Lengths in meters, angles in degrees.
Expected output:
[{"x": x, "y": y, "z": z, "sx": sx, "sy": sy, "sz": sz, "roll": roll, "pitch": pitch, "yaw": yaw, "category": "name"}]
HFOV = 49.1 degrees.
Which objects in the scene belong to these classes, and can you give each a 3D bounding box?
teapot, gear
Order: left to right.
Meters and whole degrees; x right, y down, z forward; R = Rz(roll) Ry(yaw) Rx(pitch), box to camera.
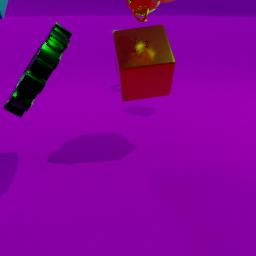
[{"x": -1.612, "y": -1.027, "z": 4.984, "sx": 0.323, "sy": 1.746, "sz": 1.746, "roll": 32, "pitch": 12, "yaw": -24, "category": "gear"}, {"x": 0.327, "y": -2.486, "z": 5.047, "sx": 0.620, "sy": 1.266, "sz": 0.787, "roll": 6, "pitch": -10, "yaw": 28, "category": "teapot"}]

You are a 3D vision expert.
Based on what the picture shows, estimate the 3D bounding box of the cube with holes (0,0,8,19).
[{"x": -2.196, "y": -2.060, "z": 3.104, "sx": 1.285, "sy": 1.285, "sz": 1.285, "roll": -8, "pitch": 52, "yaw": -2, "category": "cube with holes"}]

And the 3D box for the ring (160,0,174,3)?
[{"x": 1.759, "y": -5.197, "z": 10.406, "sx": 1.489, "sy": 0.298, "sz": 1.489, "roll": -22, "pitch": -4, "yaw": -1, "category": "ring"}]

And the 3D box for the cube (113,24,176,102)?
[{"x": 0.320, "y": -1.396, "z": 6.131, "sx": 1.119, "sy": 1.119, "sz": 1.119, "roll": -9, "pitch": 61, "yaw": -3, "category": "cube"}]
